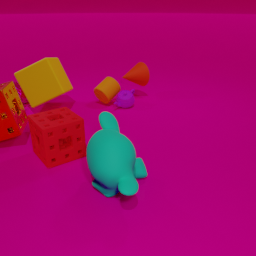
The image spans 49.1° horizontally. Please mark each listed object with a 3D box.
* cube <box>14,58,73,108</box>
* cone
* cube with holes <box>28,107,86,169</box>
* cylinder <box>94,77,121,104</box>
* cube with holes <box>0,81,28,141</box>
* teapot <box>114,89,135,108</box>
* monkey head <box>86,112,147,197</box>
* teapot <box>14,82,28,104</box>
[{"bbox_3d":[-2.916,-1.627,9.882,1.283,1.283,1.283,-23,12,8],"label":"cube"},{"bbox_3d":[0.169,-2.046,10.984,0.973,0.970,0.970,-16,29,-32],"label":"cone"},{"bbox_3d":[-1.768,0.200,7.024,1.030,1.030,1.030,-17,30,-32],"label":"cube with holes"},{"bbox_3d":[-0.778,-1.419,10.507,0.738,0.738,0.738,21,59,38],"label":"cylinder"},{"bbox_3d":[-3.667,-0.410,7.681,1.260,1.260,1.260,-17,22,-4],"label":"cube with holes"},{"bbox_3d":[-0.126,-1.081,10.270,0.702,0.553,1.129,34,58,24],"label":"teapot"},{"bbox_3d":[-0.148,0.653,5.780,1.431,1.198,1.989,0,50,-24],"label":"monkey head"},{"bbox_3d":[-4.093,-1.368,10.616,0.951,0.749,1.529,13,25,-22],"label":"teapot"}]
